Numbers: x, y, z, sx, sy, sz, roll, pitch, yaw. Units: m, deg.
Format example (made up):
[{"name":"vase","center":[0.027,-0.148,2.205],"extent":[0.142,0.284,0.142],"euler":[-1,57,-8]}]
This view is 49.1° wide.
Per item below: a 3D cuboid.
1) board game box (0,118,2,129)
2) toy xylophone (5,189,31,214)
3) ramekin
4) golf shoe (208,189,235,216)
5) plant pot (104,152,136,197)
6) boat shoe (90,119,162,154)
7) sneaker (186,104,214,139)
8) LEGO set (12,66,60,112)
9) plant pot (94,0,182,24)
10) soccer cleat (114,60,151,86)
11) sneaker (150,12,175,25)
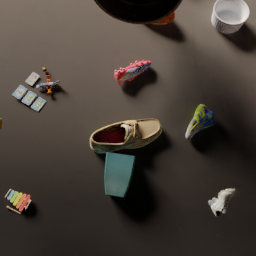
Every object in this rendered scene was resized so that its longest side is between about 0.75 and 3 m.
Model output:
[{"name":"board game box","center":[-3.885,-0.372,5.816],"extent":[2.294,1.096,0.344],"euler":[20,110,20]},{"name":"toy xylophone","center":[-3.142,2.104,7.985],"extent":[0.772,0.194,0.565],"euler":[18,72,6]},{"name":"ramekin","center":[3.578,-3.976,9.941],"extent":[1.241,0.605,1.241],"euler":[0,71,0]},{"name":"golf shoe","center":[2.273,1.756,6.584],"extent":[0.362,0.924,0.449],"euler":[3,50,-15]},{"name":"plant pot","center":[-0.270,1.355,7.969],"extent":[0.814,0.814,1.152],"euler":[8,79,3]},{"name":"boat shoe","center":[-0.041,0.188,8.351],"extent":[2.280,0.789,0.840],"euler":[-18,71,-6]},{"name":"sneaker","center":[2.277,-0.123,8.629],"extent":[0.675,0.487,1.285],"euler":[26,71,8]},{"name":"LEGO set","center":[-2.951,-1.378,9.170],"extent":[1.060,0.348,1.419],"euler":[32,73,7]},{"name":"plant pot","center":[0.382,-4.751,7.691],"extent":[2.578,2.578,2.552],"euler":[8,65,3]},{"name":"soccer cleat","center":[0.181,-1.866,9.332],"extent":[1.381,0.528,0.461],"euler":[-25,29,-20]},{"name":"sneaker","center":[0.493,-4.652,9.952],"extent":[2.783,1.073,1.016],"euler":[39,74,11]}]
